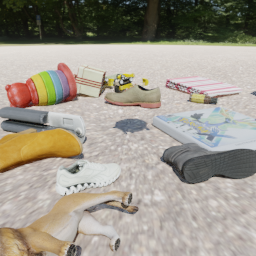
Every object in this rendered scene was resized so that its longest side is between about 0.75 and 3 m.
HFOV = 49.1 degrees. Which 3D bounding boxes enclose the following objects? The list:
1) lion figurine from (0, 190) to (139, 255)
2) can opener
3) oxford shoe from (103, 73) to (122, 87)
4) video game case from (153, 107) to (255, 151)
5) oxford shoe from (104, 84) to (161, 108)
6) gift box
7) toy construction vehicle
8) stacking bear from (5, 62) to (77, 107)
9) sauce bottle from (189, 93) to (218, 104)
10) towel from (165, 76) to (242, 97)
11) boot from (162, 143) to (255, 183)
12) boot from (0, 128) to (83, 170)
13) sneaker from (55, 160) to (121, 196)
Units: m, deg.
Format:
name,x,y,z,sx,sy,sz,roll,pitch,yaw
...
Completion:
name,x,y,z,sx,sy,sz,roll,pitch,yaw
lion figurine,-0.970,1.348,3.682,1.453,0.860,2.373,3,5,30
can opener,-2.363,-0.082,7.386,2.872,0.756,0.955,10,20,27
oxford shoe,-1.007,-2.329,14.051,1.751,0.658,0.506,-12,-19,-11
video game case,2.542,0.049,7.674,2.672,0.322,2.931,-9,22,-23
oxford shoe,0.172,-1.282,10.585,2.238,0.837,0.788,5,21,14
gift box,-1.701,-1.947,11.980,1.226,1.312,1.211,15,16,-2
toy construction vehicle,-0.371,-2.052,13.080,2.139,0.753,1.862,-19,23,-32
stacking bear,-3.305,-1.457,10.578,2.436,1.479,1.385,-20,27,-27
sauce bottle,2.941,-1.114,10.885,1.086,0.352,0.352,13,23,26
towel,3.413,-1.882,12.958,2.180,0.446,2.979,-11,25,-28
boot,1.733,0.581,5.880,1.811,0.632,1.192,0,14,-14
boot,-2.113,0.532,6.030,1.994,0.702,1.428,8,27,32
sneaker,-0.707,0.837,5.245,1.314,0.533,0.494,-11,21,-32
